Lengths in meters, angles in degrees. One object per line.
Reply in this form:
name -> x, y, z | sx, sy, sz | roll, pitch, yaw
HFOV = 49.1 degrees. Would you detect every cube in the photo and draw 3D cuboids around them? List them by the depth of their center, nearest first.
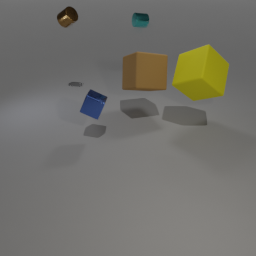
cube -> -1.218, -0.845, 10.005 | 0.700, 0.700, 0.700 | 24, 26, -7
cube -> 2.739, -2.016, 10.560 | 1.400, 1.400, 1.400 | 28, -21, -34
cube -> 0.667, -2.271, 11.543 | 1.400, 1.400, 1.400 | -1, 5, -24

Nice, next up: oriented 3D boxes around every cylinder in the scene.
cylinder -> -2.731, -5.012, 12.672 | 0.700, 0.700, 0.700 | -13, 15, 41
cylinder -> 0.638, -5.571, 14.489 | 0.700, 0.700, 0.700 | -4, 28, -22
